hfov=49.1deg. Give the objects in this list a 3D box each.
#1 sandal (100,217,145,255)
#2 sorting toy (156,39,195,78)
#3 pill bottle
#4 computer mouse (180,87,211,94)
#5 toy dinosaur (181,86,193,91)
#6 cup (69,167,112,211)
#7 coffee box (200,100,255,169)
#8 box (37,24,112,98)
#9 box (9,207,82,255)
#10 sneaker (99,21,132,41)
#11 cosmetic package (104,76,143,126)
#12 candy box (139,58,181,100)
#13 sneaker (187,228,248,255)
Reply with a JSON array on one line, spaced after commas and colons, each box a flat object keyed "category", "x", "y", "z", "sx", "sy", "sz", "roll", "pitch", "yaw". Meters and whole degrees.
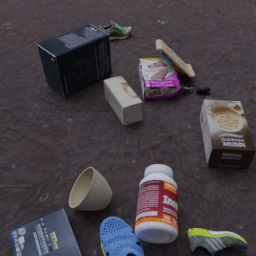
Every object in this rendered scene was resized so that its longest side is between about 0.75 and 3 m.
[{"category": "sandal", "x": 0.062, "y": 3.263, "z": 6.903, "sx": 1.056, "sy": 1.157, "sz": 2.657, "roll": -22, "pitch": 47, "yaw": -19}, {"category": "sorting toy", "x": 2.121, "y": -3.204, "z": 12.993, "sx": 2.104, "sy": 0.384, "sz": 1.948, "roll": 35, "pitch": 25, "yaw": -14}, {"category": "pill bottle", "x": 0.832, "y": 2.072, "z": 7.887, "sx": 1.127, "sy": 1.127, "sz": 1.996, "roll": 4, "pitch": 49, "yaw": 4}, {"category": "computer mouse", "x": 2.991, "y": -1.594, "z": 12.406, "sx": 1.357, "sy": 0.231, "sz": 0.398, "roll": -9, "pitch": 20, "yaw": 1}, {"category": "toy dinosaur", "x": 2.464, "y": -1.800, "z": 12.529, "sx": 0.890, "sy": 0.211, "sz": 0.392, "roll": 23, "pitch": 28, "yaw": 39}, {"category": "cup", "x": -1.008, "y": 1.921, "z": 8.257, "sx": 0.905, "sy": 1.265, "sz": 1.265, "roll": 33, "pitch": 41, "yaw": -22}, {"category": "coffee box", "x": 3.491, "y": 0.158, "z": 10.079, "sx": 1.433, "sy": 0.999, "sz": 2.507, "roll": 3, "pitch": 45, "yaw": 3}, {"category": "box", "x": -2.266, "y": -3.025, "z": 12.496, "sx": 2.785, "sy": 2.067, "sz": 1.491, "roll": -33, "pitch": 53, "yaw": -29}, {"category": "box", "x": -2.106, "y": 3.264, "z": 7.332, "sx": 1.551, "sy": 0.502, "sz": 1.967, "roll": -18, "pitch": 48, "yaw": -19}, {"category": "sneaker", "x": -0.717, "y": -5.557, "z": 15.814, "sx": 2.144, "sy": 0.950, "sz": 0.824, "roll": -19, "pitch": 48, "yaw": -18}, {"category": "cosmetic package", "x": -0.214, "y": -1.146, "z": 11.390, "sx": 0.853, "sy": 1.010, "sz": 1.954, "roll": -18, "pitch": 49, "yaw": -17}, {"category": "candy box", "x": 1.378, "y": -2.275, "z": 12.700, "sx": 1.596, "sy": 0.714, "sz": 2.341, "roll": -3, "pitch": 44, "yaw": -4}, {"category": "sneaker", "x": 2.375, "y": 3.136, "z": 7.502, "sx": 1.570, "sy": 0.580, "sz": 0.635, "roll": 2, "pitch": 51, "yaw": 12}]
